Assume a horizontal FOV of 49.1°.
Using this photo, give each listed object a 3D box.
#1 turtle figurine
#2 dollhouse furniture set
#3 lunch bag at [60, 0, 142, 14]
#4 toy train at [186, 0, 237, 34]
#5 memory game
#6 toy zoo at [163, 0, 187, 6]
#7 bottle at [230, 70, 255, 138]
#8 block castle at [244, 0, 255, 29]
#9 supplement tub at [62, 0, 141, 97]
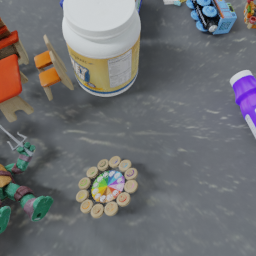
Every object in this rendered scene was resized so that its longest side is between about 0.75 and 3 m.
[{"bbox_3d":[-3.168,1.141,6.709,2.183,1.468,2.916,-25,47,-34],"label":"turtle figurine"},{"bbox_3d":[-3.278,-1.593,7.274,2.912,1.500,2.881,-26,49,-1],"label":"dollhouse furniture set"},{"bbox_3d":[-0.658,-4.524,9.158,2.298,1.674,2.703,9,74,4],"label":"lunch bag"},{"bbox_3d":[2.752,-4.041,9.404,1.151,0.873,2.014,-7,64,-13],"label":"toy train"},{"bbox_3d":[-0.529,1.405,6.871,1.692,0.108,1.692,-16,44,16],"label":"memory game"},{"bbox_3d":[1.636,-4.986,10.173,0.964,0.150,1.469,-15,67,-7],"label":"toy zoo"},{"bbox_3d":[3.616,-0.336,7.543,0.867,1.109,2.654,-29,64,21],"label":"bottle"},{"bbox_3d":[4.418,-3.939,9.492,0.763,0.536,1.142,5,66,3],"label":"block castle"},{"bbox_3d":[-0.657,-2.281,7.554,1.947,2.692,1.947,0,66,0],"label":"supplement tub"}]
